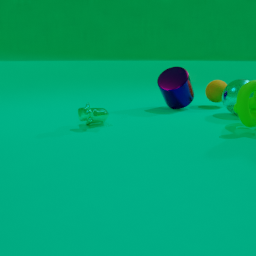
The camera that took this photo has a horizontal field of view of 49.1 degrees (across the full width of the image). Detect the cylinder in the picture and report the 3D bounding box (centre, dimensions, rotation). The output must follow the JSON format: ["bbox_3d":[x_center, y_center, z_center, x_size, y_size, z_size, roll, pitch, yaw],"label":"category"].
[{"bbox_3d":[1.609,-1.333,9.360,1.032,1.032,1.032,-13,52,18],"label":"cylinder"}]

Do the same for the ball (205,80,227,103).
[{"bbox_3d":[3.141,-1.291,9.885,0.793,0.793,0.793,0,15,0],"label":"ball"}]

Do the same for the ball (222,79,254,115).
[{"bbox_3d":[3.387,-0.933,8.427,1.068,1.068,1.068,0,15,0],"label":"ball"}]

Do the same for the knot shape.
[{"bbox_3d":[3.072,-0.665,6.647,1.562,1.669,0.771,-29,63,-32],"label":"knot shape"}]

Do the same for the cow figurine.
[{"bbox_3d":[-0.862,-0.344,7.123,0.881,0.484,0.867,-6,-8,-24],"label":"cow figurine"}]
